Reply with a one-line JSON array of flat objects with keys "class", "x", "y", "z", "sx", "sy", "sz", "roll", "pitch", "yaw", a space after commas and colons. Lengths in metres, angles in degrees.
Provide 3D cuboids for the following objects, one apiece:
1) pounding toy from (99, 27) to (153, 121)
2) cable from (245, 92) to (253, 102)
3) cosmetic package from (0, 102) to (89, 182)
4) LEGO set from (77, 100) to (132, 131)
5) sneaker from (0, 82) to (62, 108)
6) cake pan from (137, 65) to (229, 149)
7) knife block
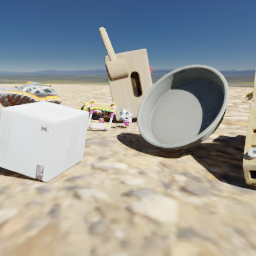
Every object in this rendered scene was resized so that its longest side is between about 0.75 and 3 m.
[{"class": "pounding toy", "x": 0.076, "y": -1.612, "z": 7.992, "sx": 1.359, "sy": 2.609, "sz": 2.970, "roll": -11, "pitch": 10, "yaw": -2}, {"class": "cable", "x": 3.877, "y": -1.080, "z": 8.448, "sx": 0.224, "sy": 0.889, "sz": 0.432, "roll": -30, "pitch": 62, "yaw": -20}, {"class": "cosmetic package", "x": -1.186, "y": 0.134, "z": 4.046, "sx": 0.830, "sy": 0.830, "sz": 1.006, "roll": 14, "pitch": 14, "yaw": 15}, {"class": "LEGO set", "x": -0.897, "y": -0.218, "z": 7.319, "sx": 1.917, "sy": 0.713, "sz": 0.882, "roll": -1, "pitch": -21, "yaw": 31}, {"class": "sneaker", "x": -3.578, "y": -1.194, "z": 10.025, "sx": 0.965, "sy": 0.952, "sz": 2.464, "roll": -34, "pitch": -19, "yaw": 29}, {"class": "cake pan", "x": 0.960, "y": -0.352, "z": 4.984, "sx": 1.720, "sy": 1.720, "sz": 0.316, "roll": 10, "pitch": -23, "yaw": 43}, {"class": "knife block", "x": 2.773, "y": 0.071, "z": 4.381, "sx": 0.896, "sy": 2.801, "sz": 2.459, "roll": -7, "pitch": -40, "yaw": 41}]
